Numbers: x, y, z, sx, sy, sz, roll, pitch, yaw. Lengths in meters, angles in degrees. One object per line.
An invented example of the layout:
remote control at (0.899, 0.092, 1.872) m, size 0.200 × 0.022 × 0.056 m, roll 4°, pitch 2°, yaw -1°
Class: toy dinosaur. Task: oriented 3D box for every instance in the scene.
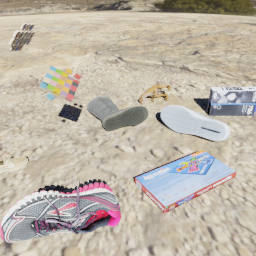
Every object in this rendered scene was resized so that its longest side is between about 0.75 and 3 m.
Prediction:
toy dinosaur at (1.521, -2.028, 14.616) m, size 1.467 × 0.834 × 2.762 m, roll 15°, pitch 32°, yaw 27°

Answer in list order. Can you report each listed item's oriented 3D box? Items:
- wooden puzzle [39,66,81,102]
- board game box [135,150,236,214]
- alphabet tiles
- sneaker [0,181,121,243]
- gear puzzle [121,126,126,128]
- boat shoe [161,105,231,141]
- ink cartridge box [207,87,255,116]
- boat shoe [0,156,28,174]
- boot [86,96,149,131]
wooden puzzle at (-1.999, -1.339, 8.357) m, size 0.997 × 0.118 × 1.680 m, roll 26°, pitch 43°, yaw -17°
board game box at (1.808, 1.545, 8.710) m, size 2.874 × 0.279 × 1.479 m, roll -17°, pitch 35°, yaw -28°
alphabet tiles at (-3.421, -2.925, 9.096) m, size 0.079 × 1.064 × 1.088 m, roll 39°, pitch 22°, yaw -2°
sneaker at (-1.555, 2.122, 6.788) m, size 2.869 × 1.156 × 1.071 m, roll -12°, pitch 33°, yaw -21°
gear puzzle at (-0.280, -0.158, 11.950) m, size 0.857 × 0.112 × 0.444 m, roll -25°, pitch 38°, yaw -36°
boat shoe at (2.694, -0.154, 11.302) m, size 2.900 × 1.044 × 0.899 m, roll 25°, pitch 13°, yaw 31°
ink cartridge box at (4.957, -1.195, 12.621) m, size 2.582 × 1.284 × 0.506 m, roll -2°, pitch 30°, yaw -1°
boat shoe at (-3.978, 1.166, 9.238) m, size 1.320 × 0.429 × 0.476 m, roll -17°, pitch 33°, yaw -27°
boot at (-0.526, -0.809, 12.408) m, size 2.213 × 0.883 × 2.434 m, roll -13°, pitch 23°, yaw -16°
